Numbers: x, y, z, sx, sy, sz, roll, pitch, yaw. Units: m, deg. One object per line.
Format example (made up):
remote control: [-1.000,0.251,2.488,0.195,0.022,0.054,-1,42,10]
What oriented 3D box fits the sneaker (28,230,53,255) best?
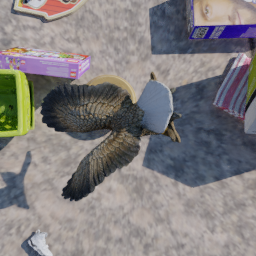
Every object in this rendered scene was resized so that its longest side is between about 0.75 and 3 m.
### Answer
sneaker: [-2.239,3.062,7.417,0.768,0.289,0.441,35,87,8]

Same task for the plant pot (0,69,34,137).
plant pot: [-3.267,-0.596,7.235,1.599,1.458,1.607,-1,92,0]

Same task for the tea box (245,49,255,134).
tea box: [4.157,-0.936,6.766,2.203,1.472,2.168,8,77,14]

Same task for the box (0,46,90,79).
box: [-2.190,-1.775,7.472,2.143,1.466,0.419,7,113,1]

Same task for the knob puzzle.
knob puzzle: [-2.152,-4.300,8.372,2.459,0.341,2.459,0,82,0]

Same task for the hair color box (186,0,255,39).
hair color box: [3.141,-3.455,7.986,2.818,0.913,1.540,-2,83,1]

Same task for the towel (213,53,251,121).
towel: [3.861,-0.901,7.912,2.421,0.362,1.772,27,83,4]

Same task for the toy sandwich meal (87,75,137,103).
toy sandwich meal: [-0.601,-0.678,7.808,1.727,0.591,1.727,1,78,-5]

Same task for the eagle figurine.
eagle figurine: [-0.310,0.068,4.983,2.402,1.822,1.812,-15,119,-9]
